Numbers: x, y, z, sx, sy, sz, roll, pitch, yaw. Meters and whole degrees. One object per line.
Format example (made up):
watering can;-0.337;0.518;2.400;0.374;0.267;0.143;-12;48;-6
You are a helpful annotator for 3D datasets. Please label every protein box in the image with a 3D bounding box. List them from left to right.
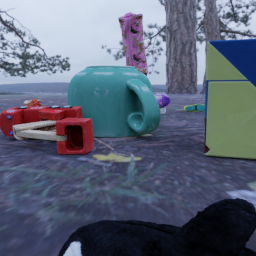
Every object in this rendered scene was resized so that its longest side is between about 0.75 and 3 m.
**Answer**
protein box;3.011;-0.589;5.373;2.797;1.901;2.818;3;9;20

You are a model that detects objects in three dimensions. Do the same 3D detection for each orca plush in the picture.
orca plush;0.392;0.656;1.026;1.045;0.706;1.986;-6;10;-35

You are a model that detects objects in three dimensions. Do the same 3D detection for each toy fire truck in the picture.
toy fire truck;-1.719;-0.028;5.713;2.420;0.590;1.707;1;15;12

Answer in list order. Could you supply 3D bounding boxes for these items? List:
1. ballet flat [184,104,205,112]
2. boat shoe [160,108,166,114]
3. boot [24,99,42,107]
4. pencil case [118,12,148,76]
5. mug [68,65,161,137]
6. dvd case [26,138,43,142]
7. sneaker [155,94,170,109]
ballet flat;3.186;-0.943;13.284;1.139;0.380;0.382;-3;2;-8
boat shoe;1.285;-0.796;12.488;0.862;0.283;0.310;5;10;31
boot;-2.626;-0.421;8.101;0.583;0.834;1.555;-6;11;-43
pencil case;0.214;-3.253;11.072;1.024;2.473;1.070;-15;22;-21
mug;-0.246;-0.750;7.293;2.707;1.674;2.225;3;9;22
dvd case;-1.867;0.163;6.477;0.975;0.121;0.733;-3;9;-24
sneaker;1.360;-1.243;14.216;2.004;0.806;0.886;-9;18;-25
